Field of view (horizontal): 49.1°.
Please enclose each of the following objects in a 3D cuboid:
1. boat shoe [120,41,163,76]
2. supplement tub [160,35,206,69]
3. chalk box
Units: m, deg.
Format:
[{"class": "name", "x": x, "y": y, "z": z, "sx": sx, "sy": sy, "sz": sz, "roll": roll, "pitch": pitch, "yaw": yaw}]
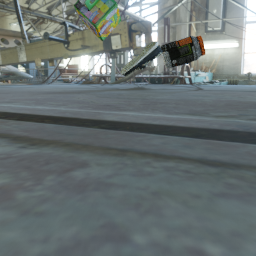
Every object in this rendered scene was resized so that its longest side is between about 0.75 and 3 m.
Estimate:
[{"class": "boat shoe", "x": 0.430, "y": -2.011, "z": 8.527, "sx": 1.461, "sy": 0.441, "sz": 0.552, "roll": -38, "pitch": 30, "yaw": 5}, {"class": "supplement tub", "x": 2.063, "y": -2.876, "z": 10.564, "sx": 1.551, "sy": 0.950, "sz": 0.950, "roll": -15, "pitch": 8, "yaw": 10}, {"class": "chalk box", "x": -0.774, "y": -3.017, "z": 7.231, "sx": 0.814, "sy": 0.818, "sz": 1.314, "roll": 44, "pitch": 1, "yaw": 5}]
